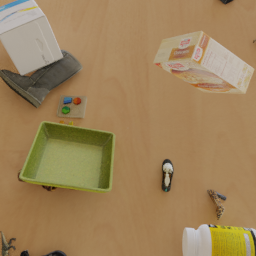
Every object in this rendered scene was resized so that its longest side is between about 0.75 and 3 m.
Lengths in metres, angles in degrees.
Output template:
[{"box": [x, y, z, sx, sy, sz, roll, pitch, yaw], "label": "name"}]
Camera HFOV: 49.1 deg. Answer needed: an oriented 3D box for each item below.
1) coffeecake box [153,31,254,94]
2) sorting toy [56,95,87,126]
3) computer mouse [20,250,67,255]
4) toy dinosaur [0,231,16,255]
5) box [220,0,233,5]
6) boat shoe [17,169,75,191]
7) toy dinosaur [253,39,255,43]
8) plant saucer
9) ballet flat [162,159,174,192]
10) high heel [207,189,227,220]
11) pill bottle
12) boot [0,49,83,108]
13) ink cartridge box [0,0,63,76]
[{"box": [2.188, -1.817, 8.211, 2.257, 1.733, 0.825, 22, 88, -29], "label": "coffeecake box"}, {"box": [-2.242, -0.672, 11.009, 1.088, 0.196, 1.461, 4, 64, 2], "label": "sorting toy"}, {"box": [-2.525, 4.185, 8.582, 1.551, 0.409, 1.074, -15, 65, 5], "label": "computer mouse"}, {"box": [-3.800, 3.729, 8.861, 0.475, 0.256, 1.077, -19, 62, -2], "label": "toy dinosaur"}, {"box": [4.761, -6.581, 13.792, 0.635, 0.355, 0.900, -29, 68, -17], "label": "box"}, {"box": [-2.653, 1.742, 9.501, 2.237, 0.805, 0.756, 1, 62, -2], "label": "boat shoe"}, {"box": [6.010, -3.892, 12.555, 0.660, 0.380, 1.306, 15, 72, -10], "label": "toy dinosaur"}, {"box": [-1.859, 1.041, 9.353, 2.711, 0.650, 2.715, 10, 40, -7], "label": "plant saucer"}, {"box": [1.399, 1.608, 9.780, 0.417, 0.419, 1.225, 3, 64, 3], "label": "ballet flat"}, {"box": [2.867, 2.536, 9.344, 0.686, 0.344, 0.962, 27, 50, 5], "label": "high heel"}, {"box": [2.770, 3.553, 8.401, 2.134, 1.200, 1.200, 4, 64, 2], "label": "pill bottle"}, {"box": [-3.546, -2.338, 11.405, 2.389, 0.954, 2.628, 38, 76, 2], "label": "boot"}, {"box": [-4.055, -3.715, 11.160, 1.831, 1.839, 2.507, -27, 47, -11], "label": "ink cartridge box"}]
